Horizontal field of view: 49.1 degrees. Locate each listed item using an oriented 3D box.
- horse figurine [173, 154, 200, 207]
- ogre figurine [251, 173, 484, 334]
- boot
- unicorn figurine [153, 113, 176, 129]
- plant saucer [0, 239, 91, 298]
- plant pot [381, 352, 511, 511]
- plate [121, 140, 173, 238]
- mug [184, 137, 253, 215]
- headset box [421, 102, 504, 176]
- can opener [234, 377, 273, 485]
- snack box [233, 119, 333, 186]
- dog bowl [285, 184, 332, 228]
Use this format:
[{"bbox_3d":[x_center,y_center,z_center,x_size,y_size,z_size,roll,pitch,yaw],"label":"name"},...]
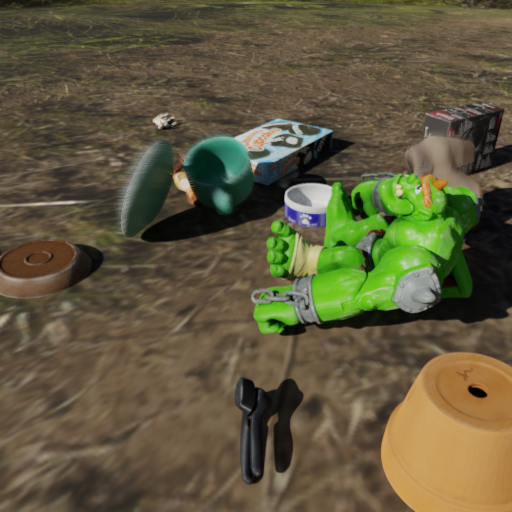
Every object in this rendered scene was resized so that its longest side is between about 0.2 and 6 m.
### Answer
[{"bbox_3d":[-1.500,-1.797,13.355,1.085,0.409,1.637,-38,57,-18],"label":"horse figurine"},{"bbox_3d":[2.115,-0.232,9.415,2.725,2.230,4.545,0,11,35],"label":"ogre figurine"},{"bbox_3d":[3.690,-1.379,11.272,1.519,2.077,0.730,-15,16,-13],"label":"boot"},{"bbox_3d":[-2.906,-4.214,17.642,0.721,0.388,1.049,-32,28,-27],"label":"unicorn figurine"},{"bbox_3d":[-4.007,0.151,10.377,1.812,0.312,1.812,1,31,0],"label":"plant saucer"},{"bbox_3d":[2.409,1.980,6.386,1.813,1.269,1.813,0,32,0],"label":"plant pot"},{"bbox_3d":[-2.051,-1.275,11.069,0.264,2.064,2.064,23,35,5],"label":"plate"},{"bbox_3d":[-0.837,-1.630,12.306,1.424,1.072,1.733,17,61,23],"label":"mug"},{"bbox_3d":[5.025,-2.829,14.051,2.185,1.626,0.844,-17,35,-25],"label":"headset box"},{"bbox_3d":[-0.066,2.168,6.939,0.546,0.440,1.390,21,37,-17],"label":"can opener"},{"bbox_3d":[0.445,-2.885,15.129,1.890,0.604,3.253,20,36,30],"label":"snack box"},{"bbox_3d":[1.252,-1.115,12.288,1.254,0.494,1.254,0,31,0],"label":"dog bowl"}]
